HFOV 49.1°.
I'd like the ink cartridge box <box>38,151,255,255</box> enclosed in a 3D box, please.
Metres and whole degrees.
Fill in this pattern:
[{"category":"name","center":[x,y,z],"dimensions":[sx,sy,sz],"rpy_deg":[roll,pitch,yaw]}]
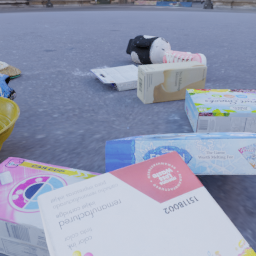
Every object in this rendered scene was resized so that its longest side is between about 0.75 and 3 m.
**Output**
[{"category":"ink cartridge box","center":[0.441,1.693,2.427],"dimensions":[1.667,0.966,2.862],"rpy_deg":[-16,49,-24]}]

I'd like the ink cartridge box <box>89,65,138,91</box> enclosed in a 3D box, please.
[{"category":"ink cartridge box","center":[-0.309,-2.012,11.205],"dimensions":[2.035,0.413,2.031],"rpy_deg":[-10,29,-19]}]

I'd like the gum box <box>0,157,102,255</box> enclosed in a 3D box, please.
[{"category":"gum box","center":[-1.215,1.274,4.360],"dimensions":[2.346,0.776,1.331],"rpy_deg":[8,28,15]}]

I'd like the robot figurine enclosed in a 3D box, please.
[{"category":"robot figurine","center":[1.002,-3.795,13.630],"dimensions":[2.215,1.382,1.664],"rpy_deg":[19,42,33]}]

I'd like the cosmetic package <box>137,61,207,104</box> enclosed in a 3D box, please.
[{"category":"cosmetic package","center":[1.480,-1.578,9.568],"dimensions":[2.229,1.173,0.792],"rpy_deg":[-9,30,-14]}]

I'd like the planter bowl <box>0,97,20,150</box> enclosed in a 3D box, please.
[{"category":"planter bowl","center":[-3.595,0.303,5.872],"dimensions":[2.707,1.127,2.707],"rpy_deg":[0,28,0]}]

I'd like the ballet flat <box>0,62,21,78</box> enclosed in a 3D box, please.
[{"category":"ballet flat","center":[-5.531,-2.256,11.108],"dimensions":[1.002,0.928,2.843],"rpy_deg":[12,28,30]}]

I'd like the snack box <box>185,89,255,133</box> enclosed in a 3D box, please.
[{"category":"snack box","center":[2.862,-0.462,7.772],"dimensions":[2.272,0.769,1.916],"rpy_deg":[0,26,2]}]

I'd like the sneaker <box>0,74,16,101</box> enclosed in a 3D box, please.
[{"category":"sneaker","center":[-3.542,-0.843,7.860],"dimensions":[0.761,0.670,1.706],"rpy_deg":[-2,68,-21]}]

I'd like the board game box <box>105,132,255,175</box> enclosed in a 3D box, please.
[{"category":"board game box","center":[1.117,0.372,4.860],"dimensions":[2.468,0.538,2.480],"rpy_deg":[-1,0,10]}]

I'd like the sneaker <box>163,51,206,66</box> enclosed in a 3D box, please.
[{"category":"sneaker","center":[2.291,-2.725,11.971],"dimensions":[1.412,1.017,2.702],"rpy_deg":[-2,22,-7]}]
